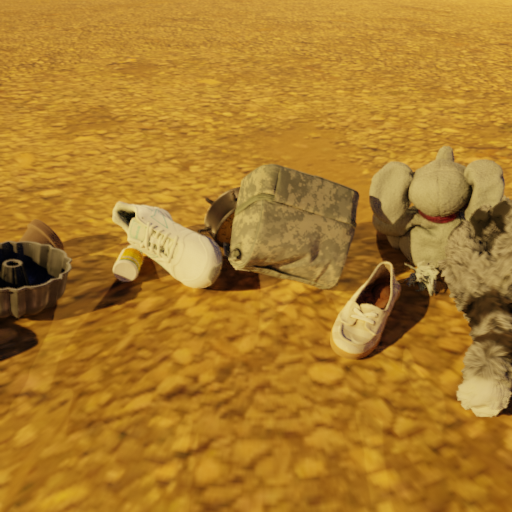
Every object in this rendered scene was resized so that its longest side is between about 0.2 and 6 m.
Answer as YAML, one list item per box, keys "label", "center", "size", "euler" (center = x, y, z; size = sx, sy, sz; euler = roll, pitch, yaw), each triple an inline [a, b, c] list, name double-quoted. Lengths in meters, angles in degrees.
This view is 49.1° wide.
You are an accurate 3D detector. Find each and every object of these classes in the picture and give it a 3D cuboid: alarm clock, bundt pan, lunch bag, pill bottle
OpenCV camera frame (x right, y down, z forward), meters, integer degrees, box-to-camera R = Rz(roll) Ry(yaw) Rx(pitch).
- label: "alarm clock"
  center: [-0.260, -0.696, 10.426]
  size: [1.774, 1.196, 0.590]
  euler: [17, 31, -53]
- label: "bundt pan"
  center: [-3.878, 0.413, 8.968]
  size: [1.800, 0.676, 1.800]
  euler: [6, 23, -3]
- label: "lunch bag"
  center: [0.565, -0.400, 9.152]
  size: [1.963, 1.646, 1.368]
  euler: [16, -18, -24]
- label: "pill bottle"
  center: [-2.217, 0.108, 9.818]
  size: [0.429, 0.429, 0.761]
  euler: [0, 26, 0]

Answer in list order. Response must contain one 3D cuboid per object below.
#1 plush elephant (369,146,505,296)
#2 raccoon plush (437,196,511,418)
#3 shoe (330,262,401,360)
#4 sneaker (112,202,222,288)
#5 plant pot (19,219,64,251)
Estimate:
- label: "plush elephant"
  center: [3.177, -0.913, 9.855]
  size: [2.262, 2.127, 2.747]
  euler: [10, 34, 16]
- label: "raccoon plush"
  center: [3.911, 0.821, 8.243]
  size: [2.327, 3.472, 1.680]
  euler: [28, -13, -27]
- label: "shoe"
  center: [1.708, 0.790, 8.639]
  size: [0.738, 0.564, 2.112]
  euler: [16, 36, 23]
- label: "sneaker"
  center: [-1.607, -0.208, 9.583]
  size: [2.598, 0.914, 1.041]
  euler: [31, 8, 40]
- label: "plant pot"
  center: [-3.988, -0.172, 10.137]
  size: [0.757, 0.757, 0.661]
  euler: [22, 57, 30]
